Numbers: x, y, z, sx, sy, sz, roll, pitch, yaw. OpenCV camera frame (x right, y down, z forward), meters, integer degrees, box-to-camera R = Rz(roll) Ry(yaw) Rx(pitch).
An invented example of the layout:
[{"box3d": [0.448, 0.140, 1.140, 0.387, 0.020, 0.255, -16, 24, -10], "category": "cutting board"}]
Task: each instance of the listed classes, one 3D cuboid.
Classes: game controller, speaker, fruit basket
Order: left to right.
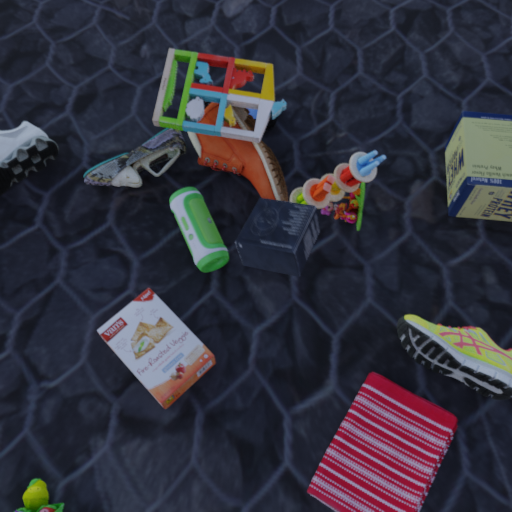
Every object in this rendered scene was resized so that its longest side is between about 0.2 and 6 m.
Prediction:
[{"box3d": [-3.626, 4.128, 9.171, 0.907, 0.654, 0.907, 0, 81, -3], "category": "fruit basket"}, {"box3d": [-1.152, -0.532, 11.261, 0.741, 0.741, 1.676, -22, 71, -11], "category": "speaker"}, {"box3d": [-0.456, -3.374, 12.935, 1.943, 0.409, 1.014, 9, 64, 4], "category": "game controller"}]

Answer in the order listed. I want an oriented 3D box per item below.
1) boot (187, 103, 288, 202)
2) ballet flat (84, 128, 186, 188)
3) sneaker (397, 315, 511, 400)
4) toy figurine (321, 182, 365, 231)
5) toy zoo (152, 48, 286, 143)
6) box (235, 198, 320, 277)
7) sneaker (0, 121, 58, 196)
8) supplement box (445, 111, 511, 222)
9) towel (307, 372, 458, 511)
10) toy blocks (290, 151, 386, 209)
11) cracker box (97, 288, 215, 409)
[{"box3d": [-0.406, -2.064, 12.080, 1.524, 1.066, 2.842, -32, 75, 9], "category": "boot"}, {"box3d": [-2.507, -1.957, 12.055, 2.365, 0.851, 0.851, -32, 68, -14], "category": "ballet flat"}, {"box3d": [3.703, 1.656, 10.290, 2.313, 0.904, 1.045, 30, 59, 8], "category": "sneaker"}, {"box3d": [1.692, -1.069, 11.605, 0.985, 0.803, 1.070, 6, 71, 4], "category": "toy figurine"}, {"box3d": [-0.675, -3.288, 11.559, 2.618, 0.268, 1.717, 9, 76, 2], "category": "toy zoo"}, {"box3d": [0.381, -0.327, 9.327, 1.066, 0.661, 1.048, 11, 53, 24], "category": "box"}, {"box3d": [-5.721, -1.989, 11.982, 2.689, 0.996, 1.190, -36, 69, -26], "category": "sneaker"}, {"box3d": [5.064, -1.838, 11.708, 1.850, 1.242, 1.848, 5, 64, 3], "category": "supplement box"}, {"box3d": [2.224, 3.433, 9.664, 1.783, 0.277, 2.466, 29, 67, 14], "category": "towel"}, {"box3d": [1.543, -1.399, 10.496, 1.393, 1.671, 0.607, -28, 89, -27], "category": "toy blocks"}, {"box3d": [-1.840, 1.683, 10.366, 1.262, 0.543, 1.884, -41, 70, -18], "category": "cracker box"}]
